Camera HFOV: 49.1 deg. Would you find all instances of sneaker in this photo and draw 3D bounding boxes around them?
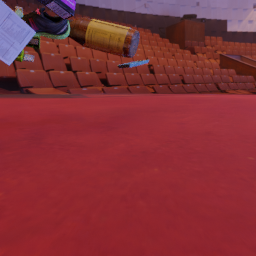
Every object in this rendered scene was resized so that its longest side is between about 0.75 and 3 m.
[{"bbox_3d":[-2.739,-3.136,8.222,2.028,0.850,0.778,-5,44,-21],"label":"sneaker"}]

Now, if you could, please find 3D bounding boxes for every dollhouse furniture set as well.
[{"bbox_3d":[-3.662,-3.323,10.092,0.843,1.101,1.680,6,-35,-14],"label":"dollhouse furniture set"}]

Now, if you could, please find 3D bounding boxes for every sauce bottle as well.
[{"bbox_3d":[-1.120,-3.073,9.182,2.945,0.972,0.972,19,13,14],"label":"sauce bottle"}]

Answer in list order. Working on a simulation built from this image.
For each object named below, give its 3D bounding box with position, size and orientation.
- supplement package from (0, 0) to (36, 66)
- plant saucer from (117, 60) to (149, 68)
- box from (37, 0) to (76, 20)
[{"bbox_3d":[-2.671,-2.026,5.438,0.902,0.895,1.188,36,-3,35],"label":"supplement package"},{"bbox_3d":[0.232,-2.447,10.703,0.561,0.152,1.605,2,19,31],"label":"plant saucer"},{"bbox_3d":[-1.490,-3.237,5.226,0.346,1.919,1.372,-7,-19,36],"label":"box"}]
